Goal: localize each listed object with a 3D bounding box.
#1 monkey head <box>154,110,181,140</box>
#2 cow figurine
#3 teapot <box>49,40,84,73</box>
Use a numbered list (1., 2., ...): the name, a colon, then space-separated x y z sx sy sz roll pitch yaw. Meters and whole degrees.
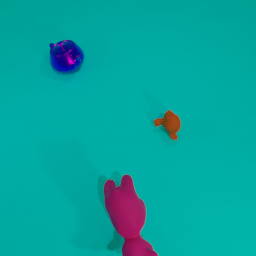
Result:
1. monkey head: 1.176 -0.129 8.301 0.747 1.039 0.626 -16 34 2
2. cow figurine: 0.006 2.085 6.038 0.950 1.731 1.703 -18 26 7
3. teapot: -2.103 -2.497 9.552 1.212 0.955 1.950 -42 53 -20
